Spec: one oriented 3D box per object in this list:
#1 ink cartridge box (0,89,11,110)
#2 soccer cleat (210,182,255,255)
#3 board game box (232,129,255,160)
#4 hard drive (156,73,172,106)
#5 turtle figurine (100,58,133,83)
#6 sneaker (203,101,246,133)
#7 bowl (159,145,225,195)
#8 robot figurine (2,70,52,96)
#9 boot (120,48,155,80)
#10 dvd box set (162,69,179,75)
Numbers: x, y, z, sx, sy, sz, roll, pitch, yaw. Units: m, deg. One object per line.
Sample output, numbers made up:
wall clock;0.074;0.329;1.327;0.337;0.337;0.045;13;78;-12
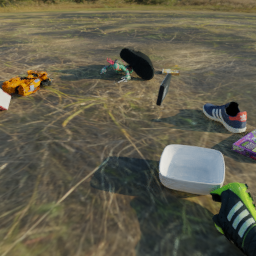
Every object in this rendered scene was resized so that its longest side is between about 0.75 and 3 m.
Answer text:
ink cartridge box;-5.492;-1.184;10.634;1.540;0.638;1.130;6;-13;12
soccer cleat;2.183;1.987;5.364;0.902;0.751;2.225;-22;30;15
board game box;4.064;0.477;8.540;1.686;0.272;1.012;-23;40;-36
hard drive;0.873;-0.937;6.757;0.125;0.531;0.761;17;37;13
turtle figurine;-0.478;-2.954;14.105;1.490;1.002;1.990;25;19;9
sneaker;3.437;-0.631;9.918;0.766;0.863;2.043;-12;30;-21
bowl;1.580;1.073;7.054;1.559;0.583;1.561;7;30;13
robot figurine;-4.552;-2.111;12.869;1.666;0.669;2.297;9;30;14
boot;0.793;-3.406;14.967;2.392;0.885;1.960;43;22;18
dvd box set;2.313;-3.019;15.120;0.907;0.133;0.664;5;28;9
